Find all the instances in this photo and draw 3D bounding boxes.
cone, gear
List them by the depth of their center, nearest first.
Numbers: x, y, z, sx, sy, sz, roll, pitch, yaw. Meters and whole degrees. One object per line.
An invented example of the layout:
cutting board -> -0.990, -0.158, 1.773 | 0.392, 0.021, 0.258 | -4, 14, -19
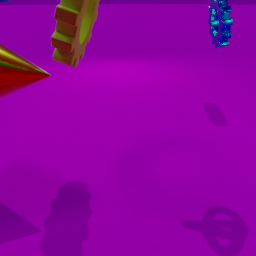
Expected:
cone -> -2.079, -0.960, 4.762 | 1.584, 1.578, 1.578 | 6, 27, 5
gear -> -0.862, -2.014, 4.980 | 0.336, 1.819, 1.819 | 18, 26, -4
gear -> 2.969, -3.462, 9.112 | 0.301, 1.625, 1.625 | -9, 26, 3

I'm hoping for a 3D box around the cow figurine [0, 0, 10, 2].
cow figurine -> -1.239, -1.760, 2.961 | 1.095, 0.611, 1.113 | -11, -6, -20
